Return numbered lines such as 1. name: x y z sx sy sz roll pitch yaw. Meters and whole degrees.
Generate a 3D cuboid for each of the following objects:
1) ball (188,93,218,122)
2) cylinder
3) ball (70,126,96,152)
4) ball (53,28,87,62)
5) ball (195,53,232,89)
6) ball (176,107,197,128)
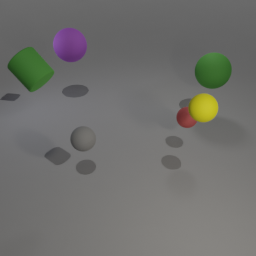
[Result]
1. ball: 1.820 -0.487 6.790 0.700 0.700 0.700 0 33 0
2. cylinder: -2.093 -1.260 6.072 0.700 0.700 0.700 48 40 -6
3. ball: -1.234 0.300 7.722 0.700 0.700 0.700 0 33 0
4. ball: -2.443 -3.500 11.851 1.400 1.400 1.400 0 33 0
5. ball: 3.349 -2.252 11.047 1.400 1.400 1.400 0 33 0
6. ball: 1.947 -0.348 9.225 0.700 0.700 0.700 0 33 0
